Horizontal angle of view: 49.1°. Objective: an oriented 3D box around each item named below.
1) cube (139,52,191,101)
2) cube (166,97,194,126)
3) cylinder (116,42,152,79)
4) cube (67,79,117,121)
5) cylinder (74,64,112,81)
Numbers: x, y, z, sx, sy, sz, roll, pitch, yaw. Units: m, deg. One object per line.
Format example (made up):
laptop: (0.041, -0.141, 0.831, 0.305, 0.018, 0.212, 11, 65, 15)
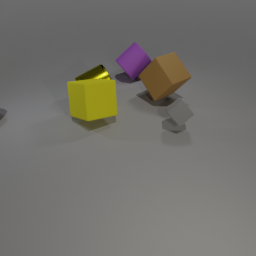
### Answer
cube: (1.631, -2.283, 12.439, 1.400, 1.400, 1.400, -26, 80, -40)
cube: (1.931, -0.615, 10.494, 0.700, 0.700, 0.700, -41, 12, 13)
cylinder: (0.308, -3.542, 14.814, 1.400, 1.400, 1.400, -42, 35, 8)
cube: (-1.406, -1.159, 11.067, 1.400, 1.400, 1.400, -14, 19, -36)
cylinder: (-1.473, -1.942, 12.592, 1.400, 1.400, 1.400, -29, 37, -5)
